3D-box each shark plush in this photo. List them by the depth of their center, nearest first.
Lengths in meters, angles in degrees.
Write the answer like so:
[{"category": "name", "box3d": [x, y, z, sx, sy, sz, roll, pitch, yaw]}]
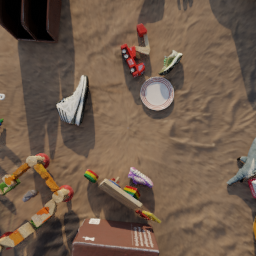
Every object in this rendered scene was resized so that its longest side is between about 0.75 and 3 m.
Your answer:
[{"category": "shark plush", "box3d": [3.787, 1.120, 8.837, 0.724, 0.789, 1.737, 43, 110, 21]}]

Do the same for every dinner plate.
[{"category": "dinner plate", "box3d": [0.931, -1.099, 8.964, 1.067, 0.129, 1.067, 0, 87, 0]}]

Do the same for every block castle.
[{"category": "block castle", "box3d": [-3.119, 2.196, 8.313, 2.694, 1.264, 1.800, -39, 83, -4]}]

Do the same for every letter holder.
[{"category": "letter holder", "box3d": [-2.826, -4.172, 8.159, 1.377, 1.946, 2.737, 4, 88, 0]}]

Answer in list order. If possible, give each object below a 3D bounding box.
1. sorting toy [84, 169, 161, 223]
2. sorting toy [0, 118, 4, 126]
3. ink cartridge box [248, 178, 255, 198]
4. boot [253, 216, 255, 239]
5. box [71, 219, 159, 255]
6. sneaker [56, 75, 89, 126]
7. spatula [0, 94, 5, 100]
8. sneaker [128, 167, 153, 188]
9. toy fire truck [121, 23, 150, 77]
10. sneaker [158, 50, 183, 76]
[{"category": "sorting toy", "box3d": [-0.109, 1.918, 8.351, 2.600, 1.254, 0.440, 35, 68, 0]}, {"category": "sorting toy", "box3d": [-4.548, -0.477, 8.853, 1.446, 0.501, 0.498, 32, 65, 3]}, {"category": "ink cartridge box", "box3d": [4.385, 1.748, 8.180, 1.077, 1.483, 0.618, -17, 88, -1]}, {"category": "boot", "box3d": [4.264, 3.510, 8.112, 0.738, 1.501, 2.096, 5, 88, -1]}, {"category": "box", "box3d": [-0.428, 4.189, 7.739, 2.174, 2.197, 2.648, 6, 88, 0]}, {"category": "sneaker", "box3d": [-1.762, -0.932, 8.717, 0.918, 0.602, 1.595, 12, 90, -2]}, {"category": "spatula", "box3d": [-4.949, -0.481, 8.573, 2.607, 0.209, 1.813, 8, 84, 19]}, {"category": "sneaker", "box3d": [0.367, 1.626, 8.780, 0.893, 0.359, 0.395, 35, 95, 5]}, {"category": "toy fire truck", "box3d": [0.325, -2.444, 8.896, 1.017, 0.352, 1.443, -24, 88, -1]}, {"category": "sneaker", "box3d": [1.277, -2.083, 8.929, 0.995, 0.383, 0.441, -45, 74, -6]}]
